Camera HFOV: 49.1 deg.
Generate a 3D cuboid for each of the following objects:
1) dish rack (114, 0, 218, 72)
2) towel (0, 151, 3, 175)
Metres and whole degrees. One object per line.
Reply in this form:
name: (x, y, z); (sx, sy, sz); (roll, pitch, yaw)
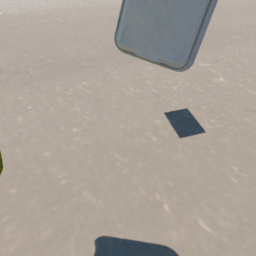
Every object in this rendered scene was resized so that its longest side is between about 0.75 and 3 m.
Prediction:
dish rack: (0.604, -2.019, 4.846); (1.648, 1.920, 0.418); (21, 29, 9)
towel: (-2.005, -0.087, 2.914); (1.065, 2.474, 0.223); (1, 54, -16)
